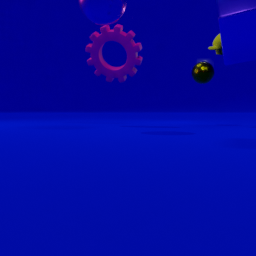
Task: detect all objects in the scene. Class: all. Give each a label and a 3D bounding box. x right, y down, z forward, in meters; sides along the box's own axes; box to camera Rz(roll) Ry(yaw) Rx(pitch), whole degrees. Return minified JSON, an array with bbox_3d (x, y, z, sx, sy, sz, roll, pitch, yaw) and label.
[{"bbox_3d":[2.519,-1.858,9.421,0.753,0.753,0.753,0,3,0],"label":"ball"},{"bbox_3d":[1.685,-1.445,3.960,0.733,0.733,0.733,-7,41,21],"label":"cube"},{"bbox_3d":[-0.416,-2.207,8.407,1.669,1.669,0.309,1,30,14],"label":"gear"},{"bbox_3d":[-0.543,-2.775,6.062,1.043,1.043,1.043,0,3,0],"label":"ball"},{"bbox_3d":[2.848,-2.410,8.090,0.730,1.015,0.611,53,2,42],"label":"monkey head"}]
